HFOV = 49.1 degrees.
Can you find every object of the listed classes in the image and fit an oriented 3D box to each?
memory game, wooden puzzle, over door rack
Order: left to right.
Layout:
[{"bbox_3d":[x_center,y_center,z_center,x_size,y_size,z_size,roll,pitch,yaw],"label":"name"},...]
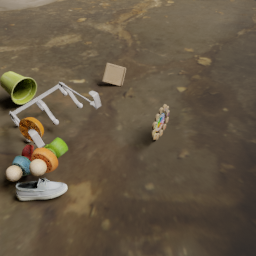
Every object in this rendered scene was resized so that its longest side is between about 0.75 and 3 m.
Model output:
[{"bbox_3d":[-2.080,-0.357,7.860,1.958,0.883,2.650,-38,32,-20],"label":"over door rack"},{"bbox_3d":[-0.517,-1.980,10.411,0.772,0.714,0.144,13,-1,-6],"label":"wooden puzzle"},{"bbox_3d":[0.928,-0.144,7.915,0.068,1.073,1.073,21,44,24],"label":"memory game"}]

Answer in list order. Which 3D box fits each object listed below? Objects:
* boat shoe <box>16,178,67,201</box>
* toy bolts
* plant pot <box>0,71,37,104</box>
[{"bbox_3d":[-2.020,1.388,6.503,1.170,0.417,0.408,-7,27,-5],"label":"boat shoe"},{"bbox_3d":[-2.383,0.627,6.569,1.358,1.421,0.986,48,36,-10],"label":"toy bolts"},{"bbox_3d":[-3.730,-1.415,9.339,0.898,0.977,0.977,31,48,22],"label":"plant pot"}]
